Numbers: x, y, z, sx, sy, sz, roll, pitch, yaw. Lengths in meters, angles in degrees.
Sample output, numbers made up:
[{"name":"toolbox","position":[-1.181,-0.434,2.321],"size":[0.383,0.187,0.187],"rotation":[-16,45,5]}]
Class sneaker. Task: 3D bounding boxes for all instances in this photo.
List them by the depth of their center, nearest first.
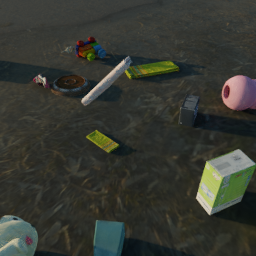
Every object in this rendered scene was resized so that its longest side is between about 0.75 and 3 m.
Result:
[{"name":"sneaker","position":[-4.024,-2.115,13.140],"size":[0.469,0.506,1.256],"rotation":[-34,40,-15]}]

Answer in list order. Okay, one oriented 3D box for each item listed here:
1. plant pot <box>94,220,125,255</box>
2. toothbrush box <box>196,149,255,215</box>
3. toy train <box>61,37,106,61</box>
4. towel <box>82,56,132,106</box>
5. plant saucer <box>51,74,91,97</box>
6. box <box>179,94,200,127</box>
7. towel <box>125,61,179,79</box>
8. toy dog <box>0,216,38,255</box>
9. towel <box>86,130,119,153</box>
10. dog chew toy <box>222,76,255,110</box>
[{"name":"plant pot","position":[-0.465,2.816,6.638],"size":[0.682,0.682,0.966],"rotation":[3,47,4]},{"name":"toothbrush box","position":[2.617,1.478,7.587],"size":[1.134,1.557,0.670],"rotation":[-16,41,-20]},{"name":"toy train","position":[-2.373,-4.113,15.419],"size":[2.241,0.948,1.297],"rotation":[-32,61,-34]},{"name":"towel","position":[-0.432,-1.090,6.376],"size":[0.208,1.287,1.230],"rotation":[46,18,-10]},{"name":"plant saucer","position":[-2.701,-2.076,13.206],"size":[1.852,0.297,1.852],"rotation":[1,38,-1]},{"name":"box","position":[2.412,-0.699,11.008],"size":[0.572,0.794,1.069],"rotation":[13,41,17]},{"name":"towel","position":[1.192,-3.098,14.544],"size":[2.758,0.249,1.187],"rotation":[-12,40,-15]},{"name":"toy dog","position":[-2.729,3.037,5.742],"size":[2.454,1.766,2.531],"rotation":[-30,28,29]},{"name":"towel","position":[-0.916,0.466,10.075],"size":[1.236,0.112,0.532],"rotation":[31,46,34]},{"name":"dog chew toy","position":[5.116,-1.405,11.517],"size":[2.276,1.418,1.418],"rotation":[2,38,-7]}]
